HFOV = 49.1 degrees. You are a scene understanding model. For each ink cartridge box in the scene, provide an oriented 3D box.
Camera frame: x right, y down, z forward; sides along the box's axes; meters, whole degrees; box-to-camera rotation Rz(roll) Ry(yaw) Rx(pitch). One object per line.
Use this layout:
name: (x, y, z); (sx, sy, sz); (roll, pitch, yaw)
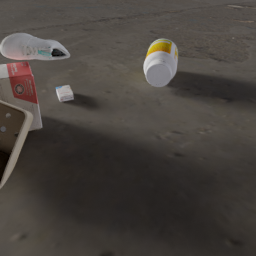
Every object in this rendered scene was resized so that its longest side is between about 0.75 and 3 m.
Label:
ink cartridge box: (-3.683, -0.576, 6.881); (2.759, 1.607, 0.931); (-13, 38, -20)
ink cartridge box: (-1.991, -1.068, 8.869); (0.444, 0.262, 0.771); (-13, 34, -15)

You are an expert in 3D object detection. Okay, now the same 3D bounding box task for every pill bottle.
pill bottle: (1.160, -2.279, 9.874); (1.134, 1.134, 2.042); (6, 36, 9)

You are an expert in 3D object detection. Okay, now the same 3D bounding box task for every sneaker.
sneaker: (-2.356, -2.047, 7.338); (1.778, 0.669, 0.787); (-13, 37, -42)

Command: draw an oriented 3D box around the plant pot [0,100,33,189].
plant pot: (-2.831, 0.103, 5.700); (1.608, 1.610, 1.425); (22, 4, -3)
